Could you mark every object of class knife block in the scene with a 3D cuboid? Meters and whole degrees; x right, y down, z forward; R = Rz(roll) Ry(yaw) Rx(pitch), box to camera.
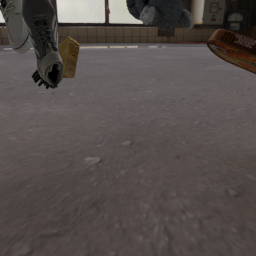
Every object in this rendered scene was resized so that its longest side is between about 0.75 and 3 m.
[{"bbox_3d":[-1.892,-1.646,7.175,1.143,1.302,0.417,8,-2,24],"label":"knife block"}]

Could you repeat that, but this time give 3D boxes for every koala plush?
[{"bbox_3d":[0.945,-3.599,8.129,1.876,1.944,2.115,-3,51,-26],"label":"koala plush"}]

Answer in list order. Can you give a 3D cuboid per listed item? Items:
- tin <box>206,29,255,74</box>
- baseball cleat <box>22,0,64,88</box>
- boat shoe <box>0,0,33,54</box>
[{"bbox_3d":[2.764,-1.721,6.562,1.948,0.408,1.091,35,1,30],"label":"tin"},{"bbox_3d":[-1.563,-1.709,5.500,0.647,1.856,0.988,-20,37,-20],"label":"baseball cleat"},{"bbox_3d":[-2.503,-2.654,6.197,0.752,2.089,0.686,-13,-18,23],"label":"boat shoe"}]
